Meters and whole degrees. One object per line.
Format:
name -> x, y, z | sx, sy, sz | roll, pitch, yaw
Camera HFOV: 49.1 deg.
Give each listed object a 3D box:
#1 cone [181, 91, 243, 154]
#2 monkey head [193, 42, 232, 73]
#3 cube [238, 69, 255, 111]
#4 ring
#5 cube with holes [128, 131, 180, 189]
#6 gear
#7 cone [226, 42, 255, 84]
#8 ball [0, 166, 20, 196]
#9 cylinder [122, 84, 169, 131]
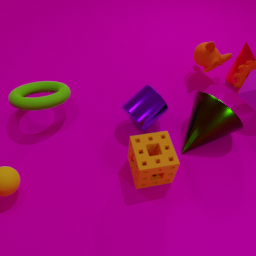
cone -> 2.044, 0.112, 7.931 | 1.626, 1.626, 1.632 | 40, 88, 27
monkey head -> 2.822, -2.486, 9.460 | 1.150, 1.599, 0.963 | -25, 92, 3
cube -> 4.142, -1.151, 8.333 | 0.999, 0.999, 0.999 | 38, 76, -14
ring -> -2.604, -0.982, 8.313 | 1.768, 0.354, 1.768 | -2, 28, 1
cube with holes -> 0.603, 0.820, 7.159 | 0.987, 0.987, 0.987 | -8, 53, -10
gear -> 4.024, -1.538, 9.018 | 1.230, 1.230, 0.227 | -11, 8, -9
cone -> 3.921, -2.277, 9.345 | 1.256, 1.261, 1.256 | -10, 38, 8
ball -> -2.999, 1.292, 6.795 | 0.712, 0.712, 0.712 | 0, 51, 0
cylinder -> 0.492, -0.580, 8.164 | 0.996, 0.996, 0.996 | -42, 60, -3
